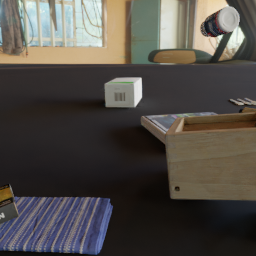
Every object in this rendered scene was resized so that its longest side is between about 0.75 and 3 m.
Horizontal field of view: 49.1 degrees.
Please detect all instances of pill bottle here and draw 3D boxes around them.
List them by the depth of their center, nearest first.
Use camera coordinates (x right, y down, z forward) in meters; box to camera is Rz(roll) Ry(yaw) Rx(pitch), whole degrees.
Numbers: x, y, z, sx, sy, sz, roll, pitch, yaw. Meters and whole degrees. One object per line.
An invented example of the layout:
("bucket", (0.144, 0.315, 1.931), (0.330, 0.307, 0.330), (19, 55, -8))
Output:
("pill bottle", (2.898, -3.356, 9.064), (0.760, 0.760, 1.271), (-4, 6, -14))

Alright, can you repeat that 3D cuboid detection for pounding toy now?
("pounding toy", (1.893, 0.322, 4.319), (2.301, 1.053, 2.022), (-3, 10, 17))

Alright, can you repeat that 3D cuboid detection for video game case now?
("video game case", (1.768, 0.020, 7.079), (2.282, 0.293, 2.510), (-4, 16, -14))

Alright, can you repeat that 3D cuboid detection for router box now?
("router box", (-1.770, 1.007, 3.371), (0.785, 0.205, 0.617), (-19, 20, -24))

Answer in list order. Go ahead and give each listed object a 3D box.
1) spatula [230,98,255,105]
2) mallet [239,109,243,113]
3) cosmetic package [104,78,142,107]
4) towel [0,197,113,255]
("spatula", (4.742, -1.067, 11.455), (0.890, 0.103, 1.279), (-5, 14, 2))
("mallet", (3.831, -0.266, 8.300), (0.459, 0.287, 1.394), (1, 20, -12))
("cosmetic package", (-0.133, -1.464, 11.275), (1.182, 0.932, 2.196), (0, 17, 8))
("towel", (-0.922, 1.143, 3.362), (1.384, 0.165, 1.002), (-1, 17, 5))
